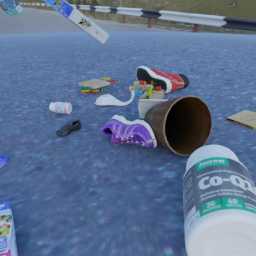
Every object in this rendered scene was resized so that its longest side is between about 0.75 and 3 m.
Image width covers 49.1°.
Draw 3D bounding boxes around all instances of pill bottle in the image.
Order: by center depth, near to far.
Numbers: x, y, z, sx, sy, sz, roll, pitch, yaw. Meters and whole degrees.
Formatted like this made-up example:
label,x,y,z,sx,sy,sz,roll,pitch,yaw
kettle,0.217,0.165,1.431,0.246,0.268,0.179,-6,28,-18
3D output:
label,x,y,z,sx,sy,sz,roll,pitch,yaw
pill bottle,1.870,1.483,5.682,1.507,1.507,2.665,3,23,7
pill bottle,-2.936,-0.885,12.220,0.887,0.482,0.482,6,25,14

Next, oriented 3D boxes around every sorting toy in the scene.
label,x,y,z,sx,sy,sz,roll,pitch,yaw
sorting toy,-1.779,-2.318,15.467,1.259,0.442,2.612,20,31,37

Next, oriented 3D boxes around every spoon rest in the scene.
label,x,y,z,sx,sy,sz,roll,pitch,yaw
spoon rest,-0.615,-1.320,13.289,1.949,0.591,0.969,-8,20,16

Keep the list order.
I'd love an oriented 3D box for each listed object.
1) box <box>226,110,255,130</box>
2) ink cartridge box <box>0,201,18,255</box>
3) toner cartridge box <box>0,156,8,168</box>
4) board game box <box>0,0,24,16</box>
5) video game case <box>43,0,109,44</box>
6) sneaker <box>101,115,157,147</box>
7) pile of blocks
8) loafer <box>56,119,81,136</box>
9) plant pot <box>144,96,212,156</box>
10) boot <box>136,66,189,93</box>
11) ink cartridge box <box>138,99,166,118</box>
label,x,y,z,sx,sy,sz,roll,pitch,yaw
box,4.953,-0.370,11.471,1.484,0.158,1.213,-19,30,-35
ink cartridge box,-2.916,2.181,5.450,1.329,0.467,2.227,-10,24,-23
toner cartridge box,-3.942,1.096,8.156,0.405,0.184,0.852,5,24,14
board game box,-3.952,-4.107,9.217,1.006,0.759,0.236,19,66,46
video game case,-1.810,-3.862,9.779,1.946,0.442,1.764,45,15,35
sneaker,-0.011,0.287,9.448,0.991,0.958,2.375,-37,32,-31
pile of blocks,0.847,-2.016,14.457,2.321,0.721,0.953,20,31,38
loafer,-2.199,-0.019,10.377,0.389,0.402,1.146,17,29,34
plant pot,1.409,-0.185,9.383,1.859,1.859,1.988,-12,13,-26
boot,1.991,-2.871,16.069,2.104,1.056,2.917,-17,38,-35
ink cartridge box,1.584,-0.854,10.720,2.367,0.515,2.054,2,-17,5
